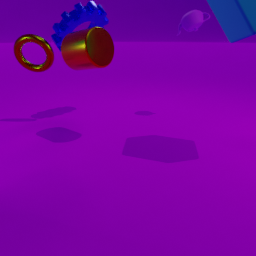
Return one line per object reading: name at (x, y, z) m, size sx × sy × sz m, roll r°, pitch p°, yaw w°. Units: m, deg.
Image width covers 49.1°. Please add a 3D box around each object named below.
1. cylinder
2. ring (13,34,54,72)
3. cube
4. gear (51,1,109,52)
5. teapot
cylinder at (-0.975, -1.902, 6.802) m, size 0.942 × 0.942 × 0.942 m, roll 5°, pitch 18°, yaw 41°
ring at (-2.772, -2.188, 8.262) m, size 1.191 × 1.191 × 0.238 m, roll 1°, pitch 40°, yaw 4°
cube at (2.368, -2.540, 5.228) m, size 1.272 × 1.272 × 1.272 m, roll -31°, pitch 7°, yaw 8°
gear at (-1.488, -3.104, 8.802) m, size 1.856 × 0.343 × 1.856 m, roll -33°, pitch -11°, yaw -7°
teapot at (1.944, -3.196, 8.530) m, size 1.122 × 0.549 × 0.698 m, roll -22°, pitch -6°, yaw 13°
